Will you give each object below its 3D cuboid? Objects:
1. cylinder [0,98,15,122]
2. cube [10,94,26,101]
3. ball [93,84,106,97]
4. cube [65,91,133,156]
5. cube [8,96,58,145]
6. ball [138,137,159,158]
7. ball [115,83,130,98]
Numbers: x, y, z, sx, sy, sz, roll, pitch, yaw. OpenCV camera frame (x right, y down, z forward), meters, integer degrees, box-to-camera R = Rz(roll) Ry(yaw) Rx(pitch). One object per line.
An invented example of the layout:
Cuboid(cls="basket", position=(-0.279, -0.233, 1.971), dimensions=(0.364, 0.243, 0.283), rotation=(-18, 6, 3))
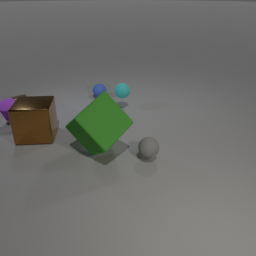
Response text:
Cuboid(cls="cylinder", position=(-4.822, -0.734, 11.439), dimensions=(0.700, 0.700, 0.700), rotation=(-2, 54, 3))
Cuboid(cls="cube", position=(-4.871, -1.075, 12.641), dimensions=(0.700, 0.700, 0.700), rotation=(-16, 22, -18))
Cuboid(cls="ball", position=(-1.460, -1.921, 14.350), dimensions=(0.700, 0.700, 0.700), rotation=(0, 28, 0))
Cuboid(cls="cube", position=(-0.967, -0.107, 9.227), dimensions=(1.400, 1.400, 1.400), rotation=(-46, 10, -25))
Cuboid(cls="cube", position=(-3.518, -0.321, 10.607), dimensions=(1.400, 1.400, 1.400), rotation=(-2, 27, -4))
Cuboid(cls="ball", position=(0.685, 0.642, 9.245), dimensions=(0.700, 0.700, 0.700), rotation=(0, 28, 0))
Cuboid(cls="ball", position=(-0.259, -1.707, 12.866), dimensions=(0.700, 0.700, 0.700), rotation=(0, 28, 0))
